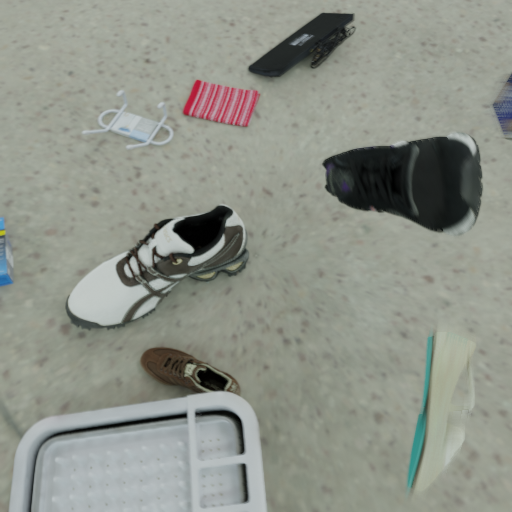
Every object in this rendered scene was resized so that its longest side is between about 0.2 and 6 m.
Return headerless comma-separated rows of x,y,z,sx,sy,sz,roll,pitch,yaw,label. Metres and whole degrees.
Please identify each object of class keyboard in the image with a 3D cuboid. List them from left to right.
1.305,-5.136,13.992,3.010,0.596,1.567,-43,44,-22,keyboard

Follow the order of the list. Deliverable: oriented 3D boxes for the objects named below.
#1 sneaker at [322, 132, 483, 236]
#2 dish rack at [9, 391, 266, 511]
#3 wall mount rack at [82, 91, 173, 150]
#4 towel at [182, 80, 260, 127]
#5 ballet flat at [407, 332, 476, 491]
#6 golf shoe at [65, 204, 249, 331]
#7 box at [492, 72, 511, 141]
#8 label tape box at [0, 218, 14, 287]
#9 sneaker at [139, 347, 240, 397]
1.826,-0.971,7.895,1.535,3.506,1.328,-4,99,-5,sneaker
-1.613,3.709,7.837,3.672,0.800,3.152,-9,63,6,dish rack
-2.845,-2.861,12.337,1.852,0.691,1.609,19,60,12,wall mount rack
-0.817,-3.581,13.087,1.604,0.180,1.160,13,60,8,towel
2.125,1.818,6.338,0.591,0.640,1.896,8,95,14,ballet flat
-1.831,0.046,9.975,3.539,1.672,1.376,-27,63,-14,golf shoe
3.985,-2.445,8.559,0.226,0.844,1.393,18,41,-3,box
-5.201,-0.006,10.715,0.955,0.419,1.324,-13,59,-8,label tape box
-1.107,1.897,9.368,1.857,0.701,0.654,19,60,11,sneaker
